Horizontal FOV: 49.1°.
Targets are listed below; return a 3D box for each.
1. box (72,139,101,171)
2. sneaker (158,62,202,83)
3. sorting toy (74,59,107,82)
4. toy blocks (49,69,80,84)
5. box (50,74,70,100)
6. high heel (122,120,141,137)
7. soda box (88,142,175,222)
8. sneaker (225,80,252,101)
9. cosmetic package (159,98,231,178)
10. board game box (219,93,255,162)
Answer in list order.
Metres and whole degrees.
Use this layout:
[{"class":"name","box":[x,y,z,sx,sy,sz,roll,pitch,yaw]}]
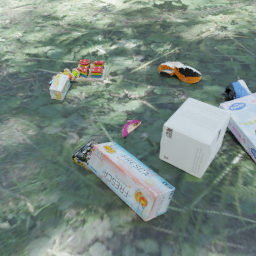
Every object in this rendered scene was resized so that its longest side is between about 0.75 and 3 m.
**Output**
[{"class":"box","box":[-1.300,0.918,9.884,0.852,0.263,1.067,26,47,24]},{"class":"sneaker","box":[2.662,-2.898,13.870,2.141,0.810,0.985,21,41,21]},{"class":"sorting toy","box":[-1.892,-2.939,14.079,1.480,0.518,1.489,2,42,3]},{"class":"toy blocks","box":[-3.065,-2.382,13.380,1.025,0.446,1.230,8,39,33]},{"class":"box","box":[-3.063,-1.850,12.632,0.538,0.597,1.062,10,51,5]},{"class":"high heel","box":[0.134,0.021,10.826,0.532,0.374,1.109,1,27,17]},{"class":"soda box","box":[0.002,1.471,8.416,0.951,0.884,2.781,-7,33,-44]},{"class":"sneaker","box":[4.856,-1.243,12.047,0.983,0.678,1.767,-21,60,-2]},{"class":"cosmetic package","box":[2.268,0.282,9.562,1.612,1.611,1.954,24,46,25]},{"class":"board game box","box":[5.356,-0.127,10.347,2.902,0.597,2.896,-17,53,-12]}]
